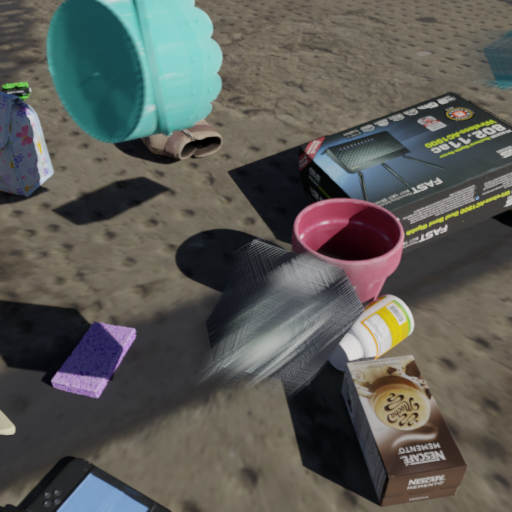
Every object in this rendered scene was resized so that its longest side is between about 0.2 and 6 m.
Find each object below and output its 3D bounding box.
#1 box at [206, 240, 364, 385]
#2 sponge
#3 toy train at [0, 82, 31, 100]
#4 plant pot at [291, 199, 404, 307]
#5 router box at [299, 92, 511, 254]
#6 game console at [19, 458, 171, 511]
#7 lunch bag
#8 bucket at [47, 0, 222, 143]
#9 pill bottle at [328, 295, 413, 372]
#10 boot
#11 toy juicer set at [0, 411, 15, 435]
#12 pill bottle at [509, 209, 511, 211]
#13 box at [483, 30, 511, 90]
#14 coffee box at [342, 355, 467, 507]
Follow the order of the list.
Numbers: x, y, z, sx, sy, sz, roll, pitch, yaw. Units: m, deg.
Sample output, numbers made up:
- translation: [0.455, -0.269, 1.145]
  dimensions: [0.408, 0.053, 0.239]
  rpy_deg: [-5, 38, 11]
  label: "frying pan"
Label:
- translation: [0.216, 0.503, 4.746]
  dimensions: [0.951, 0.935, 0.589]
  rpy_deg: [17, 31, -24]
  label: "box"
- translation: [-2.064, 1.307, 7.224]
  dimensions: [0.613, 0.164, 1.100]
  rpy_deg: [10, 40, 12]
  label: "sponge"
- translation: [-6.614, -3.982, 13.773]
  dimensions: [2.065, 0.431, 0.582]
  rpy_deg: [-11, 30, -14]
  label: "toy train"
- translation: [1.206, 0.139, 7.765]
  dimensions: [1.483, 1.327, 1.483]
  rpy_deg: [0, 39, 0]
  label: "plant pot"
- translation: [2.736, -1.455, 9.610]
  dimensions: [3.341, 1.038, 2.504]
  rpy_deg: [-22, 43, -11]
  label: "router box"
- translation: [-1.647, 2.452, 5.238]
  dimensions: [1.389, 0.824, 1.197]
  rpy_deg: [20, 43, 23]
  label: "game console"
- translation: [-4.828, -2.133, 10.254]
  dimensions: [1.544, 1.821, 1.158]
  rpy_deg: [12, 39, 13]
  label: "lunch bag"
- translation: [-1.557, -2.429, 7.118]
  dimensions: [2.016, 2.016, 1.311]
  rpy_deg: [23, 37, 26]
  label: "bucket"
- translation: [1.431, 1.011, 7.223]
  dimensions: [1.136, 0.631, 0.631]
  rpy_deg: [-27, 45, -29]
  label: "pill bottle"
- translation: [-1.389, -2.777, 11.975]
  dimensions: [1.784, 0.857, 2.440]
  rpy_deg: [34, 52, 29]
  label: "boot"
- translation: [-3.688, 2.056, 6.022]
  dimensions: [2.262, 0.616, 1.439]
  rpy_deg: [-20, 26, -16]
  label: "toy juicer set"
- translation: [4.765, -0.891, 9.697]
  dimensions: [0.559, 0.559, 0.994]
  rpy_deg: [-15, 41, -18]
  label: "pill bottle"
- translation: [3.075, -2.132, 5.030]
  dimensions: [1.827, 0.449, 0.752]
  rpy_deg: [-25, 3, -6]
  label: "box"
- translation: [1.562, 1.870, 6.161]
  dimensions: [0.838, 0.592, 1.483]
  rpy_deg: [-6, 39, -7]
  label: "coffee box"
